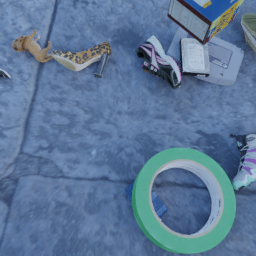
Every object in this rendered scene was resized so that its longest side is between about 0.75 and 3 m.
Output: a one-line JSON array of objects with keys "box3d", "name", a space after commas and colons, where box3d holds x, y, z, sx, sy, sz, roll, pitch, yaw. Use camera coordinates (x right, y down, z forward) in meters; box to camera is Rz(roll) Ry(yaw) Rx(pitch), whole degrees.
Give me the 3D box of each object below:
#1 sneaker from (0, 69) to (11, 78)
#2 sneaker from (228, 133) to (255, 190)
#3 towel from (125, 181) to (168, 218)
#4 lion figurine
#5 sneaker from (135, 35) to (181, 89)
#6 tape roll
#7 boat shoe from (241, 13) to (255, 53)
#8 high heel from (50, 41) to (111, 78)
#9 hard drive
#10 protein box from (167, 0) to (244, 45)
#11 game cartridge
[{"box3d": [-4.469, -1.838, 9.773, 0.815, 0.288, 0.404, 29, 71, 18], "name": "sneaker"}, {"box3d": [3.483, 0.787, 8.381, 2.087, 0.811, 1.460, -31, 68, -23], "name": "sneaker"}, {"box3d": [0.511, 2.067, 8.029, 0.696, 0.302, 1.246, -36, 72, -14], "name": "towel"}, {"box3d": [-3.321, -2.821, 10.039, 1.658, 0.601, 1.015, 38, 78, 11], "name": "lion figurine"}, {"box3d": [1.016, -2.113, 9.683, 0.969, 0.901, 2.243, -29, 60, 0], "name": "sneaker"}, {"box3d": [1.505, 1.932, 7.695, 2.772, 0.666, 2.772, 3, 67, -7], "name": "tape roll"}, {"box3d": [4.603, -3.409, 10.179, 0.854, 0.781, 2.284, -1, 46, 5], "name": "boat shoe"}, {"box3d": [-1.610, -2.694, 9.854, 1.958, 0.699, 1.396, 19, 73, -9], "name": "high heel"}, {"box3d": [2.216, -2.365, 9.337, 0.943, 0.255, 1.350, 4, 69, -6], "name": "hard drive"}, {"box3d": [2.218, -3.530, 8.053, 1.474, 1.001, 1.484, -42, 76, -14], "name": "protein box"}, {"box3d": [2.686, -2.518, 9.820, 2.512, 0.514, 1.672, 25, 65, 2], "name": "game cartridge"}]
